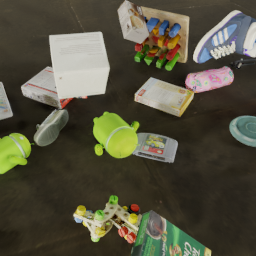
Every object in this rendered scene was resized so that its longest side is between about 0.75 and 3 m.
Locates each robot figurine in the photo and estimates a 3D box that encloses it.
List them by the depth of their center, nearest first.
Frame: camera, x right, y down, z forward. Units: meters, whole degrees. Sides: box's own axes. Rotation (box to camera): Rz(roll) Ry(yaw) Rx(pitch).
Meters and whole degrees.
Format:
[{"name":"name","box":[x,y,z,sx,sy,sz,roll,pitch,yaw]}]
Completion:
[{"name":"robot figurine","box":[-4.270,0.889,9.914,1.580,1.042,1.801,32,53,31]},{"name":"robot figurine","box":[-0.477,0.260,10.351,1.854,1.223,2.113,-31,44,-15]}]

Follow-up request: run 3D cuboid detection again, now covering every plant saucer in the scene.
[{"name":"plant saucer","box":[5.073,0.051,11.392,1.772,0.243,1.772,0,44,0]}]

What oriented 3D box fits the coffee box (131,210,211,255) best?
[{"name":"coffee box","box":[1.145,3.210,7.029,2.198,0.483,1.351,39,43,-13]}]

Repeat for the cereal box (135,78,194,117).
[{"name":"cereal box","box":[1.664,-1.461,12.822,2.264,0.448,1.629,23,48,22]}]

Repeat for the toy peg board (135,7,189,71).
[{"name":"toy peg board","box":[1.534,-4.431,14.482,2.807,2.795,1.373,21,62,21]}]

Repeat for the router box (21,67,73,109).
[{"name":"router box","box":[-3.502,-1.972,13.292,2.220,0.542,1.993,19,47,19]}]

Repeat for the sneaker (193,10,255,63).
[{"name":"sneaker","box":[3.490,-2.744,9.524,0.899,2.232,1.634,17,32,-54]}]

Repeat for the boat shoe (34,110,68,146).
[{"name":"boat shoe","box":[-3.127,-0.058,11.159,0.681,0.783,2.125,7,40,16]}]

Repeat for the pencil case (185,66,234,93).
[{"name":"pencil case","box":[3.868,-2.319,13.341,2.251,0.984,0.984,-13,45,-16]}]

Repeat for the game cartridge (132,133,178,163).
[{"name":"game cartridge","box":[1.013,0.697,10.669,1.651,0.337,1.099,12,41,12]}]

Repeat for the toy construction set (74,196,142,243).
[{"name":"toy construction set","box":[-0.102,2.925,7.633,1.738,1.221,2.651,-12,47,-47]}]

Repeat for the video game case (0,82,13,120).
[{"name":"video game case","box":[-6.602,-1.015,12.470,2.368,0.286,2.597,-20,47,-19]}]

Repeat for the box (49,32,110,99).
[{"name":"box","box":[-1.839,-2.317,10.574,1.923,1.932,1.655,-9,70,-13]}]

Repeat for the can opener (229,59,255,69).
[{"name":"can opener","box":[6.202,-3.513,14.980,1.500,0.476,0.590,-12,44,-12]}]

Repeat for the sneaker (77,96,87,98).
[{"name":"sneaker","box":[-1.852,-1.983,13.296,0.698,0.619,1.652,14,55,17]}]

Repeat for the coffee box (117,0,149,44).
[{"name":"coffee box","box":[0.216,-4.642,12.284,0.941,0.656,1.646,6,61,-37]}]
